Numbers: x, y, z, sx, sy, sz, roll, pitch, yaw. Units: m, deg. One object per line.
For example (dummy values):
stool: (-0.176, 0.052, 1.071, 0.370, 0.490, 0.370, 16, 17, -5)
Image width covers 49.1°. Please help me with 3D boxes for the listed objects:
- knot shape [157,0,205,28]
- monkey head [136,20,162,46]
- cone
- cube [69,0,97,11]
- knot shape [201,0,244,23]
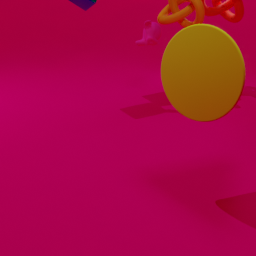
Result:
knot shape: (1.645, -3.447, 8.073, 1.413, 1.510, 0.698, 48, 24, 23)
monkey head: (0.552, -2.535, 7.586, 0.725, 0.607, 1.007, -4, 1, 16)
cone: (1.399, -0.873, 4.141, 1.296, 1.291, 1.291, -20, 34, -39)
cube: (-1.162, -3.688, 7.257, 0.799, 0.799, 0.799, 24, -4, -27)
knot shape: (2.886, -3.959, 8.565, 1.605, 1.716, 0.793, 9, 72, -2)
